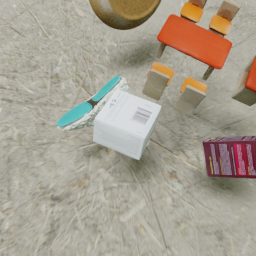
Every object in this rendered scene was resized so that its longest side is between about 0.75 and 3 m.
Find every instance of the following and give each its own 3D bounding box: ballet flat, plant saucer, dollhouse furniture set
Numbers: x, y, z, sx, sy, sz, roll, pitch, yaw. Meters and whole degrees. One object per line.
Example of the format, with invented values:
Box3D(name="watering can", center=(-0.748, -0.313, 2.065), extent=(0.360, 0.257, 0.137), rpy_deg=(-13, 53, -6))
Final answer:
Box3D(name="ballet flat", center=(-0.726, -0.433, 6.627), extent=(1.985, 0.712, 0.712), rpy_deg=(-38, 66, -6))
Box3D(name="plant saucer", center=(0.129, -3.947, 7.652), extent=(2.590, 2.590, 0.459), rpy_deg=(-29, 43, -16))
Box3D(name="dollhouse furniture set", center=(1.965, -1.655, 6.131), extent=(2.678, 1.395, 2.707), rpy_deg=(26, 68, 3))

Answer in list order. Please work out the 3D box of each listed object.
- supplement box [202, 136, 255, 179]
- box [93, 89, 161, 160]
Box3D(name="supplement box", center=(2.430, 0.614, 5.962), extent=(1.536, 0.836, 0.468), rpy_deg=(-4, 10, 39))
Box3D(name="box", center=(-0.012, -0.094, 5.943), extent=(1.105, 0.722, 1.099), rpy_deg=(21, 46, 10))
